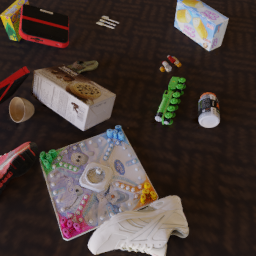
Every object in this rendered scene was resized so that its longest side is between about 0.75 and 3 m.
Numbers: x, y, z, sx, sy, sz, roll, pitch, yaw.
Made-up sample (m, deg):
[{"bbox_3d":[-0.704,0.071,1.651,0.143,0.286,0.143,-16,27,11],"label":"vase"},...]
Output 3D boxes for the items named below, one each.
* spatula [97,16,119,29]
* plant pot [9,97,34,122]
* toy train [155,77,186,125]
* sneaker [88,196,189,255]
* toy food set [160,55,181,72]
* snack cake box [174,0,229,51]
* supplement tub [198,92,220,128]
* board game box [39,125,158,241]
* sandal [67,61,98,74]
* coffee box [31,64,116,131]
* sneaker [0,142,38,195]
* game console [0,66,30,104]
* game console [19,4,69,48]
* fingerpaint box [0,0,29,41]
[{"bbox_3d":[-0.928,-4.967,13.156,0.958,0.077,0.666,24,56,17],"label":"spatula"},{"bbox_3d":[-3.548,-0.627,9.557,0.844,0.844,0.567,38,23,25],"label":"plant pot"},{"bbox_3d":[1.531,-1.019,10.005,0.633,0.468,2.243,11,54,21],"label":"toy train"},{"bbox_3d":[0.362,2.670,6.922,2.645,1.031,1.314,-19,59,-12],"label":"sneaker"},{"bbox_3d":[1.640,-2.594,11.151,0.958,0.457,0.431,-23,55,-19],"label":"toy food set"},{"bbox_3d":[3.079,-4.528,12.052,0.772,1.322,2.298,-30,58,-20],"label":"snack cake box"},{"bbox_3d":[2.751,-0.631,9.549,0.685,0.685,1.119,6,54,4],"label":"supplement tub"},{"bbox_3d":[-0.944,1.392,8.246,2.803,0.363,2.803,-20,56,-14],"label":"board game box"},{"bbox_3d":[-1.893,-2.480,11.091,1.442,0.412,0.573,-21,56,-15],"label":"sandal"},{"bbox_3d":[-1.862,-1.107,9.440,2.489,0.994,1.407,33,35,21],"label":"coffee box"},{"bbox_3d":[-3.740,1.126,8.120,1.043,0.886,2.404,31,60,22],"label":"sneaker"},{"bbox_3d":[-4.083,-1.126,8.931,0.307,1.980,1.751,50,44,-10],"label":"game console"},{"bbox_3d":[-3.523,-4.342,11.947,2.034,0.316,1.799,7,60,-25],"label":"game console"},{"bbox_3d":[-4.815,-4.752,12.306,0.518,1.179,1.413,16,56,11],"label":"fingerpaint box"}]
